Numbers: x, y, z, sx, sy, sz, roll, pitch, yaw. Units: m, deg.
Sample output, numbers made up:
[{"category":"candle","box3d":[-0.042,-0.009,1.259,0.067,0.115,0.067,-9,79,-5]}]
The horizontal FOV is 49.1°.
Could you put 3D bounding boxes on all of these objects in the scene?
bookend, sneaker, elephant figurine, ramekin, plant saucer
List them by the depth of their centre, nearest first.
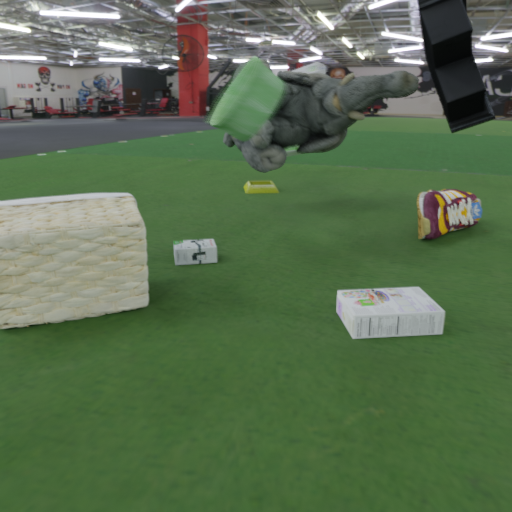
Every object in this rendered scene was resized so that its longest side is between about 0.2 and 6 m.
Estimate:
[{"category":"ramekin","box3d":[-0.094,-1.800,6.556,0.455,0.932,0.932,32,10,-18]},{"category":"bookend","box3d":[3.189,-3.097,8.875,0.738,1.591,1.601,-17,-22,16]},{"category":"elephant figurine","box3d":[1.153,-2.866,11.241,3.148,2.228,2.443,-14,46,-16]},{"category":"sneaker","box3d":[4.455,-1.039,12.792,1.261,1.049,2.799,2,18,26]},{"category":"plant saucer","box3d":[0.151,-2.182,17.601,1.043,0.250,1.045,-2,19,-5]}]

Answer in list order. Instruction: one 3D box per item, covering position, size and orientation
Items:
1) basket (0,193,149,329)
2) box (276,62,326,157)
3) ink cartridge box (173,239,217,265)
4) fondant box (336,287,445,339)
[{"category":"basket","box3d":[-2.908,0.052,8.605,2.426,1.644,1.497,-7,23,-21]},{"category":"box","box3d":[1.061,-3.840,15.012,0.418,2.298,1.659,10,-7,-42]},{"category":"ink cartridge box","box3d":[-1.193,-0.081,10.984,0.820,0.340,0.601,-3,18,-10]},{"category":"fondant box","box3d":[1.924,0.813,8.182,1.316,0.383,0.949,-1,18,-6]}]
